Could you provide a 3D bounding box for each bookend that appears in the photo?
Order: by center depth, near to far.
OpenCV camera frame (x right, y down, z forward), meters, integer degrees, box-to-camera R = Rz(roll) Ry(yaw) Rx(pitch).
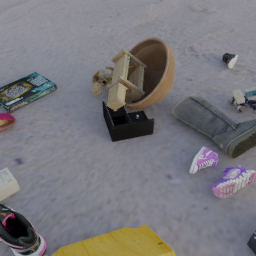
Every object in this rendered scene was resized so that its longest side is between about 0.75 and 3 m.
[{"bbox_3d":[-0.022,-0.380,10.357,1.567,0.722,1.558,-10,42,-11],"label":"bookend"}]

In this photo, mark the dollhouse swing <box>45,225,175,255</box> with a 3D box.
[{"bbox_3d":[-0.284,3.797,5.802,2.668,2.345,2.424,-13,2,-15],"label":"dollhouse swing"}]

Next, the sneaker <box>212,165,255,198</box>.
[{"bbox_3d":[3.035,1.529,8.352,1.543,0.621,0.682,-17,38,-25],"label":"sneaker"}]

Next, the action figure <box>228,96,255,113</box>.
[{"bbox_3d":[4.739,-0.961,11.170,1.584,0.549,1.031,18,49,40],"label":"action figure"}]

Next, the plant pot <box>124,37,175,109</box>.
[{"bbox_3d":[0.872,-1.996,11.222,1.352,2.930,2.930,23,25,-40],"label":"plant pot"}]

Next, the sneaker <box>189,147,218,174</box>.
[{"bbox_3d":[2.473,1.102,8.906,0.707,0.449,1.240,28,48,23],"label":"sneaker"}]

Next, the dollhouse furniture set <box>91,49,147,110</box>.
[{"bbox_3d":[-0.474,-1.362,11.263,1.394,2.218,2.508,29,52,-32],"label":"dollhouse furniture set"}]

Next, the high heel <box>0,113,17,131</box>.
[{"bbox_3d":[-5.096,0.031,9.816,1.074,0.753,2.235,14,39,31],"label":"high heel"}]

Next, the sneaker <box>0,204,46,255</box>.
[{"bbox_3d":[-3.032,2.358,7.051,2.328,1.005,0.935,19,43,21],"label":"sneaker"}]

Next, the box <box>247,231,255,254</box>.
[{"bbox_3d":[3.748,2.796,6.810,1.258,0.656,0.931,-18,44,-19],"label":"box"}]

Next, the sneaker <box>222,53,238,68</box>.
[{"bbox_3d":[4.973,-3.360,13.952,0.665,0.474,1.341,19,40,23],"label":"sneaker"}]

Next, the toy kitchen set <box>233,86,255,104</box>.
[{"bbox_3d":[4.884,-1.057,11.157,1.167,0.935,0.687,-12,36,14],"label":"toy kitchen set"}]

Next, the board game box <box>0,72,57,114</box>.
[{"bbox_3d":[-4.474,-1.567,11.990,1.605,0.334,2.372,31,50,30],"label":"board game box"}]

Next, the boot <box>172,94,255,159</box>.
[{"bbox_3d":[3.478,-0.353,10.270,2.637,1.053,2.901,-20,38,-24],"label":"boot"}]

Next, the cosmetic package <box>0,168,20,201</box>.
[{"bbox_3d":[-3.925,1.806,8.062,1.344,0.491,0.696,-29,49,-30],"label":"cosmetic package"}]
